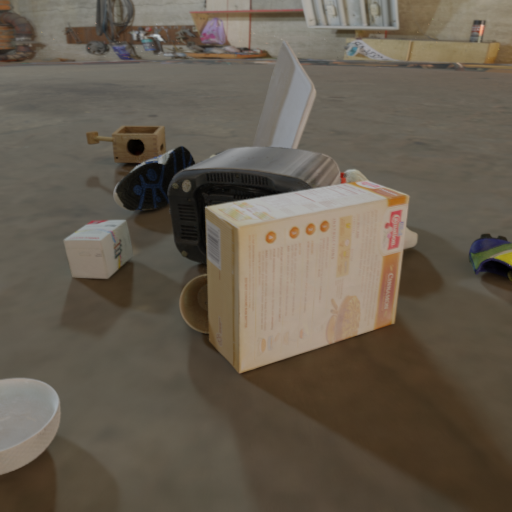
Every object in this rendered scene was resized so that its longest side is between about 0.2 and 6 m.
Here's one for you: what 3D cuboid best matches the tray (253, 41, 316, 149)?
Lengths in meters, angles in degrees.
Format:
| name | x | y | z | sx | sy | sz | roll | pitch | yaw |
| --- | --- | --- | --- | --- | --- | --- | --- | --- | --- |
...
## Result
| name | x | y | z | sx | sy | sz | roll | pitch | yaw |
| --- | --- | --- | --- | --- | --- | --- | --- | --- | --- |
| tray | 0.521 | -2.486 | 10.912 | 0.319 | 2.880 | 1.546 | -5 | 51 | -21 |

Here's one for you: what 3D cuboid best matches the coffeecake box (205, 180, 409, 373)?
| name | x | y | z | sx | sy | sz | roll | pitch | yaw |
| --- | --- | --- | --- | --- | --- | --- | --- | --- | --- |
| coffeecake box | 0.612 | 0.167 | 6.652 | 2.281 | 1.751 | 0.834 | -12 | 26 | -27 |

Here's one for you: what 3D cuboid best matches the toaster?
| name | x | y | z | sx | sy | sz | roll | pitch | yaw |
| --- | --- | --- | --- | --- | --- | --- | --- | --- | --- |
| toaster | 0.180 | -0.806 | 8.828 | 2.885 | 1.639 | 1.863 | 6 | 28 | 22 |

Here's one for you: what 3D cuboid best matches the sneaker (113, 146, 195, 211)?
| name | x | y | z | sx | sy | sz | roll | pitch | yaw |
| --- | --- | --- | --- | --- | --- | --- | --- | --- | --- |
| sneaker | -2.215 | -1.516 | 11.830 | 0.969 | 0.952 | 2.516 | -16 | 16 | 31 |

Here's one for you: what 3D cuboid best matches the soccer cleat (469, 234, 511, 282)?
| name | x | y | z | sx | sy | sz | roll | pitch | yaw |
| --- | --- | --- | --- | --- | --- | --- | --- | --- | --- |
| soccer cleat | 4.122 | 0.165 | 8.381 | 1.811 | 0.586 | 0.758 | 9 | 55 | 10 |

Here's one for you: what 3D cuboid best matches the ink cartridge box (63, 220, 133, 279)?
| name | x | y | z | sx | sy | sz | roll | pitch | yaw |
| --- | --- | --- | --- | --- | --- | --- | --- | --- | --- |
| ink cartridge box | -2.416 | -0.112 | 8.638 | 0.642 | 0.639 | 0.884 | 1 | 23 | 15 |

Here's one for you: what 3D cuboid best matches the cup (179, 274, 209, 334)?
| name | x | y | z | sx | sy | sz | roll | pitch | yaw |
| --- | --- | --- | --- | --- | --- | --- | --- | --- | --- |
| cup | -0.579 | 0.569 | 7.169 | 0.748 | 0.748 | 0.535 | 0 | 6 | -1 |

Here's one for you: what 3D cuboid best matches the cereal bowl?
| name | x | y | z | sx | sy | sz | roll | pitch | yaw |
| --- | --- | --- | --- | --- | --- | --- | --- | --- | --- |
| cereal bowl | -2.304 | 1.594 | 5.055 | 1.068 | 0.445 | 1.068 | -1 | 24 | 0 |

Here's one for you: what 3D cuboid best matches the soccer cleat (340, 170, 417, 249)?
| name | x | y | z | sx | sy | sz | roll | pitch | yaw |
| --- | --- | --- | --- | --- | --- | --- | --- | --- | --- |
| soccer cleat | 2.069 | -0.783 | 10.030 | 1.018 | 0.910 | 2.626 | 3 | 31 | -5 |

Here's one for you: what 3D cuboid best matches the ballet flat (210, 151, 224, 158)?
| name | x | y | z | sx | sy | sz | roll | pitch | yaw |
| --- | --- | --- | --- | --- | --- | --- | --- | --- | --- |
| ballet flat | -0.207 | -2.325 | 13.276 | 2.319 | 0.659 | 0.771 | -17 | 69 | -41 |

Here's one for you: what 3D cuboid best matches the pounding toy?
| name | x | y | z | sx | sy | sz | roll | pitch | yaw |
| --- | --- | --- | --- | --- | --- | --- | --- | --- | --- |
| pounding toy | -3.411 | -2.797 | 14.493 | 1.872 | 0.857 | 1.645 | 0 | 24 | 1 |

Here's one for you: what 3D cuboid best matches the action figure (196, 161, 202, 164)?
| name | x | y | z | sx | sy | sz | roll | pitch | yaw |
| --- | --- | --- | --- | --- | --- | --- | --- | --- | --- |
| action figure | -1.075 | -2.297 | 14.003 | 0.715 | 0.374 | 0.692 | 20 | 39 | 36 |
